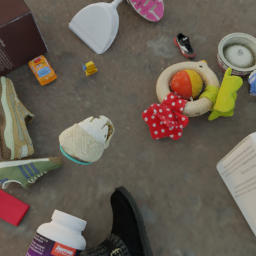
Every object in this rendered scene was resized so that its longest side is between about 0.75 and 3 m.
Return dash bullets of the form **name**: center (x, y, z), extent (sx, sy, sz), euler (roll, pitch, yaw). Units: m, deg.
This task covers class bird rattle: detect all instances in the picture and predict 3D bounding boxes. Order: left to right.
- **bird rattle**: center (1.820, -0.939, 8.603), extent (2.964, 1.670, 2.417), euler (-18, 59, 7)

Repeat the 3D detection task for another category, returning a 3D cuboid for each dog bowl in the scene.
- **dog bowl**: center (3.671, -2.379, 9.300), extent (1.508, 0.556, 1.508), euler (0, 69, 1)

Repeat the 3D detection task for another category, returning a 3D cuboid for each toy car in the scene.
- **toy car**: center (-2.177, -2.140, 9.125), extent (2.162, 0.719, 1.060), euler (-15, 71, -5)

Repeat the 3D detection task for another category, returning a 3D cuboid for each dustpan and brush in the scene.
- **dustpan and brush**: center (-0.744, -3.880, 9.511), extent (1.614, 0.662, 2.313), euler (44, 114, 5)

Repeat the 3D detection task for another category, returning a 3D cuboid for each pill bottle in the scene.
- **pill bottle**: center (-1.851, 3.253, 6.814), extent (1.281, 1.281, 2.278), euler (19, 71, 7)

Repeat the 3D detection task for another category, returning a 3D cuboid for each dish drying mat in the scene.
- **dish drying mat**: center (-3.623, 2.094, 7.864), extent (1.665, 0.151, 0.639), euler (25, 71, 10)

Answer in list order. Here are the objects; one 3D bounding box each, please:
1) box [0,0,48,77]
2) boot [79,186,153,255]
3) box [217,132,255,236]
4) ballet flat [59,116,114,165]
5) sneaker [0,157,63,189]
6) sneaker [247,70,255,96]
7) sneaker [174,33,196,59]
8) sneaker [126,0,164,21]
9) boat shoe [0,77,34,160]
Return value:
- **box**: center (-4.224, -3.073, 8.795), extent (2.386, 1.959, 1.979), euler (-32, 73, -11)
- **boot**: center (-0.444, 2.736, 6.950), extent (1.734, 0.873, 2.319), euler (-11, 69, -25)
- **box**: center (4.202, 1.096, 6.859), extent (2.695, 2.708, 2.320), euler (-22, 68, -8)
- **ballet flat**: center (-0.783, 0.098, 6.061), extent (0.914, 2.709, 0.845), euler (32, 94, -1)
- **sneaker**: center (-2.754, 1.309, 7.954), extent (1.833, 0.615, 0.823), euler (-5, 79, -3)
- **sneaker**: center (4.856, -1.472, 8.537), extent (2.423, 1.080, 0.952), euler (-11, 106, -3)
- **sneaker**: center (1.948, -2.808, 9.491), extent (0.362, 0.500, 1.024), euler (-29, 74, -13)
- **sneaker**: center (0.175, -4.895, 10.002), extent (2.766, 1.210, 1.020), euler (40, 99, -8)
- **boat shoe**: center (-3.381, -0.332, 8.466), extent (1.038, 0.977, 2.725), euler (-4, 67, -29)
